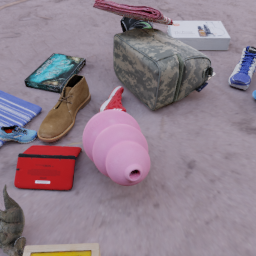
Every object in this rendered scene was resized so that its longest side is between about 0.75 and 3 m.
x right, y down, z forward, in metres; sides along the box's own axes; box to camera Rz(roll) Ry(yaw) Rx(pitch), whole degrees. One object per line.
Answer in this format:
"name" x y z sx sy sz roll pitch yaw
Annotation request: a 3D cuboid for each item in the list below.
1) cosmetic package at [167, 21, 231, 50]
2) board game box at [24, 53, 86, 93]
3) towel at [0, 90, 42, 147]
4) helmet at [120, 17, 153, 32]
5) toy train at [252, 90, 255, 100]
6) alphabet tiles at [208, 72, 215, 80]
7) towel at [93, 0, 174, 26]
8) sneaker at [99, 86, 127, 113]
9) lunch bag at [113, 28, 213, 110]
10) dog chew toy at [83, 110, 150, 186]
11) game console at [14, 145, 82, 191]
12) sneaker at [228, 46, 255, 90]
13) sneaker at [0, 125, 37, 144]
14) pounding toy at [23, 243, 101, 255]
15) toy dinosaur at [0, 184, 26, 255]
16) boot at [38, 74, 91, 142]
"cosmetic package" 2.935 -3.966 11.930 2.346 0.606 1.769 0 40 1
"board game box" -2.545 -2.022 10.052 1.378 0.287 2.037 12 44 13
"towel" -3.972 -0.105 8.056 1.862 0.307 2.572 21 48 18
"helmet" 0.432 -4.387 11.974 1.273 1.335 1.335 -26 46 -2
"toy train" 5.006 -1.394 8.870 1.380 1.047 2.416 33 52 23
"alphabet tiles" 2.349 -2.103 10.270 1.502 0.112 1.536 33 52 31
"towel" 0.335 -3.605 8.801 1.991 0.314 2.764 16 20 12
"sneaker" -0.276 -0.723 8.609 0.732 0.496 1.267 25 60 14
"lunch bag" 1.068 -2.049 8.925 2.218 1.843 2.644 -26 49 -23
"dog chew toy" -0.209 0.467 6.227 1.428 1.428 2.293 -12 24 -13
"game console" -1.938 0.950 6.969 1.386 0.823 1.194 2 74 2
"sneaker" 4.063 -2.205 9.678 0.745 1.065 1.844 21 47 22
"sneaker" -2.931 0.139 7.487 0.989 0.445 0.388 3 52 -24
"pounding toy" -0.691 2.824 4.352 2.053 0.939 1.803 -2 43 -1
"toy dinosaur" -2.317 1.891 5.424 0.779 0.587 1.524 11 55 -35
"boot" -1.872 -0.657 8.111 0.932 0.955 2.531 14 46 12
